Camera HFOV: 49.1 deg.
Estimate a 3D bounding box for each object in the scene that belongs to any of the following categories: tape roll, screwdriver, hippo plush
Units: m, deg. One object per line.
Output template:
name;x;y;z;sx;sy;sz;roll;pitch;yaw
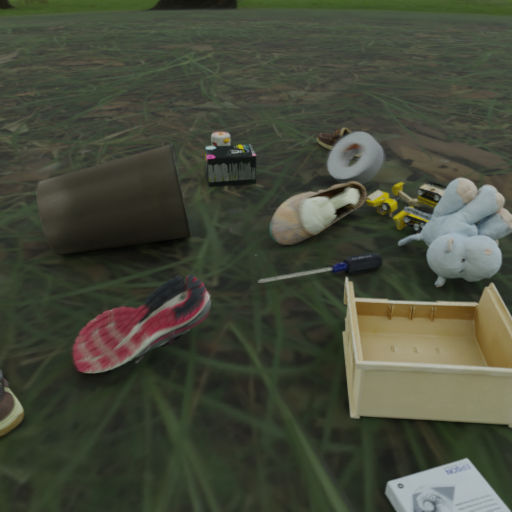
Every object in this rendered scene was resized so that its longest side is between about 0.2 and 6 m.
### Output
tape roll;2.377;-2.318;13.481;0.429;1.297;1.297;31;5;-43
screwdriver;1.175;0.304;9.905;2.389;0.333;0.348;-13;64;-19
hippo plush;3.545;-0.392;9.822;1.983;1.580;1.595;9;31;14

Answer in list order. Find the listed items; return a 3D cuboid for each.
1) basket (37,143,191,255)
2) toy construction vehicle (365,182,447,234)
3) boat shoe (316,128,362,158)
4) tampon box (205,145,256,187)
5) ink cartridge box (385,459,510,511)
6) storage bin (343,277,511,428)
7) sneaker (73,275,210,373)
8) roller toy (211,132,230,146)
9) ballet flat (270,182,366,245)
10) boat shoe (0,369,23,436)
basket;-2.652;-0.971;10.618;2.530;2.281;1.721;-12;74;-7
toy construction vehicle;3.331;-1.018;12.034;1.481;0.599;1.701;-35;41;-28
boat shoe;2.469;-3.293;15.737;0.656;0.654;1.818;-23;37;-34
tampon box;-0.640;-2.244;13.832;1.197;0.755;0.897;-4;30;-8
ink cartridge box;2.072;2.699;5.841;1.063;0.216;1.065;-10;31;-16
storage bin;2.317;1.193;7.664;2.127;0.997;2.111;2;31;4
sneaker;-1.581;1.105;8.011;2.085;0.778;0.841;-26;60;-9
roller toy;-1.015;-3.324;16.042;0.532;0.408;0.583;0;30;0
ballet flat;1.353;-0.981;11.347;0.893;0.904;2.656;-12;15;47
boat shoe;-3.837;1.475;7.402;2.348;0.761;0.860;24;38;35
